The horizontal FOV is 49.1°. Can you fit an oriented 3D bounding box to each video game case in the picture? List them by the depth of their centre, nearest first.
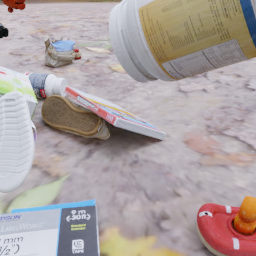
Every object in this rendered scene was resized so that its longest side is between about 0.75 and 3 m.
[{"bbox_3d":[-0.411,-0.437,7.643,1.847,0.225,2.583,17,11,-44],"label":"video game case"}]

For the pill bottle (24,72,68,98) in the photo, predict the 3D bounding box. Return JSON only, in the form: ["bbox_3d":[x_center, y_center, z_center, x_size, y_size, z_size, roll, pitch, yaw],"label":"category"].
[{"bbox_3d":[-2.896,-1.459,9.758,1.442,0.862,0.862,6,30,11],"label":"pill bottle"}]

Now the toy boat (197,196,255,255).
[{"bbox_3d":[1.821,1.466,4.385,1.435,0.938,0.937,3,29,6],"label":"toy boat"}]

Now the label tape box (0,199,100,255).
[{"bbox_3d":[-1.225,1.719,4.161,1.584,0.731,2.211,-4,31,-7],"label":"label tape box"}]

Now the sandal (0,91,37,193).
[{"bbox_3d":[-1.290,0.134,3.303,0.525,0.317,1.289,-14,62,10],"label":"sandal"}]

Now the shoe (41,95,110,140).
[{"bbox_3d":[-1.531,-0.247,7.856,2.597,0.908,0.693,23,-6,38],"label":"shoe"}]

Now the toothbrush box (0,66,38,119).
[{"bbox_3d":[-3.776,-0.975,7.968,1.827,1.080,2.509,17,17,-32],"label":"toothbrush box"}]

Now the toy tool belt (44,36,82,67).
[{"bbox_3d":[-3.114,-3.853,13.576,1.372,1.350,2.197,18,34,30],"label":"toy tool belt"}]

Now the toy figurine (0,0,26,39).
[{"bbox_3d":[-3.665,-3.281,7.241,1.092,1.546,1.570,26,-4,16],"label":"toy figurine"}]

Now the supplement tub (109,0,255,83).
[{"bbox_3d":[0.891,-1.446,3.697,2.000,1.447,1.447,-11,19,35],"label":"supplement tub"}]
